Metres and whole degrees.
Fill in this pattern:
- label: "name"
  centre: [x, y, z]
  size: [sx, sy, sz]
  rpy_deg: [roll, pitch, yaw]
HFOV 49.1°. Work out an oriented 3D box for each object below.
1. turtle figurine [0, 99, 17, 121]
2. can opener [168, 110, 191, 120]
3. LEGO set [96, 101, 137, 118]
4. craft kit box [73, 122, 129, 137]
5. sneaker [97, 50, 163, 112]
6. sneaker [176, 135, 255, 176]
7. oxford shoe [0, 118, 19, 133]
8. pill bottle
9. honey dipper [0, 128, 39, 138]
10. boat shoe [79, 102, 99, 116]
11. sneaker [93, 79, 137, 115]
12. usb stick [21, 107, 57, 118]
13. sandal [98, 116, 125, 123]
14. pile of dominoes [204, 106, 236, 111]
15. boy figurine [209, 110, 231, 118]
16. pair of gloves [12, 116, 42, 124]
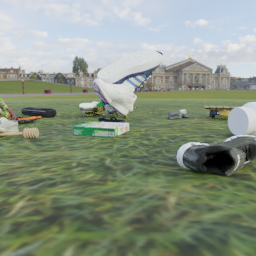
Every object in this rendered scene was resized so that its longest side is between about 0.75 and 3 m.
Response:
- label: "turtle figurine"
  centre: [-5.601, -0.679, 12.130]
  size: [1.316, 1.276, 0.947]
  rpy_deg: [36, 64, 16]
- label: "can opener"
  centre: [2.692, -0.710, 14.707]
  size: [1.647, 0.434, 0.547]
  rpy_deg: [-8, 11, -44]
- label: "LEGO set"
  centre: [-0.609, -1.026, 15.749]
  size: [2.217, 1.285, 1.705]
  rpy_deg: [-2, 36, 14]
- label: "craft kit box"
  centre: [-0.884, 0.029, 9.640]
  size: [1.504, 0.365, 1.485]
  rpy_deg: [3, 5, 17]
- label: "sneaker"
  centre: [0.183, -1.774, 11.597]
  size: [2.939, 2.152, 1.184]
  rpy_deg: [-27, 46, -15]
- label: "sneaker"
  centre: [1.851, 0.526, 5.048]
  size: [1.822, 0.605, 0.824]
  rpy_deg: [-6, 12, -14]
- label: "oxford shoe"
  centre: [-4.076, -0.093, 8.911]
  size: [0.651, 0.500, 1.731]
  rpy_deg: [4, -1, 10]
- label: "pill bottle"
  centre: [4.167, -0.248, 8.621]
  size: [2.015, 1.138, 1.138]
  rpy_deg: [-4, 9, -22]
- label: "honey dipper"
  centre: [-3.627, 0.190, 8.711]
  size: [1.681, 0.319, 0.319]
  rpy_deg: [-3, 7, 6]
- label: "boat shoe"
  centre: [-2.089, -1.064, 16.267]
  size: [0.888, 0.743, 2.485]
  rpy_deg: [15, 12, 16]
- label: "sneaker"
  centre: [-0.448, -1.328, 10.150]
  size: [0.848, 1.128, 2.264]
  rpy_deg: [42, 3, 33]
- label: "usb stick"
  centre: [-5.174, -0.913, 16.138]
  size: [2.906, 0.474, 0.806]
  rpy_deg: [7, 17, 43]
- label: "sandal"
  centre: [-0.747, -0.402, 12.897]
  size: [1.406, 0.301, 0.535]
  rpy_deg: [5, 9, 31]
- label: "pile of dominoes"
  centre: [5.401, -0.712, 14.194]
  size: [2.307, 0.471, 2.960]
  rpy_deg: [7, 0, -40]
- label: "boy figurine"
  centre: [4.965, -0.675, 14.310]
  size: [1.467, 0.472, 0.912]
  rpy_deg: [10, -1, 43]
- label: "pair of gloves"
  centre: [-5.058, -0.353, 12.933]
  size: [1.745, 0.216, 1.555]
  rpy_deg: [0, 8, 18]
